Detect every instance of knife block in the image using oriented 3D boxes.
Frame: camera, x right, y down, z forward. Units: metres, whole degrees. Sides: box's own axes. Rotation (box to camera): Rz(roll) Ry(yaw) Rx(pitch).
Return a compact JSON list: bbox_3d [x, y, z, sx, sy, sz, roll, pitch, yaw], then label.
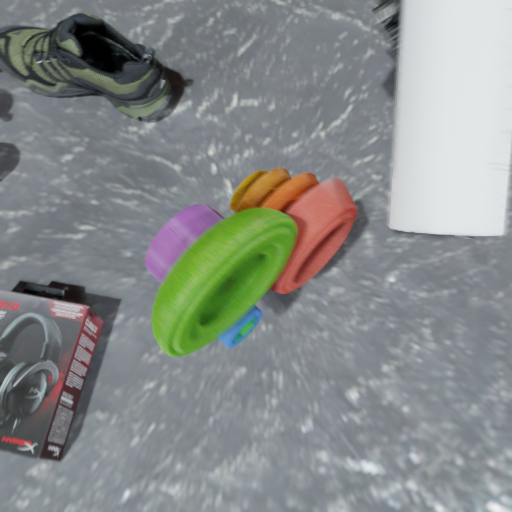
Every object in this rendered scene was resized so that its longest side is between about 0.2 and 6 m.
[{"bbox_3d":[2.445,-3.384,6.597,2.409,2.115,0.771,-40,109,7],"label":"knife block"}]

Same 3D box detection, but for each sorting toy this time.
[{"bbox_3d":[-0.250,-0.124,5.579,1.253,1.835,3.054,42,30,17],"label":"sorting toy"}]

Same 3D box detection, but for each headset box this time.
[{"bbox_3d":[-3.117,1.435,7.399,1.616,0.838,2.171,11,68,5],"label":"headset box"}]

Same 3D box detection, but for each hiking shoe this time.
[{"bbox_3d":[-2.935,-3.375,9.062,3.274,1.648,1.240,16,67,7],"label":"hiking shoe"}]

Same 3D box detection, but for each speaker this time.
[{"bbox_3d":[1.860,-1.500,5.237,1.078,1.078,2.654,1,98,1],"label":"speaker"}]
